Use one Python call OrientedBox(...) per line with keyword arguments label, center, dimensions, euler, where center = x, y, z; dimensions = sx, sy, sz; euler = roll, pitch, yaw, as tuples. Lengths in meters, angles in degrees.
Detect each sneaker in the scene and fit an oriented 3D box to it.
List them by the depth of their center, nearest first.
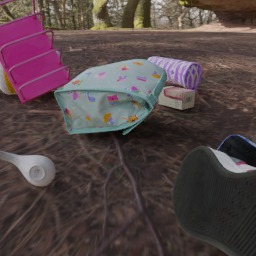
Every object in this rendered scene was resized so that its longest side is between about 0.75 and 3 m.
OrientedBox(label="sneaker", center=(1.742, 0.943, 3.065), dimensions=(1.797, 1.245, 2.977), euler=(21, -3, -10))

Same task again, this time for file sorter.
OrientedBox(label="file sorter", center=(-3.029, -2.369, 8.455), dimensions=(1.737, 2.500, 1.568), euler=(-29, 0, -17))

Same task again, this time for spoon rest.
OrientedBox(label="spoon rest", center=(-1.784, 0.645, 4.857), dimensions=(1.083, 0.538, 0.328), euler=(23, 4, -9))

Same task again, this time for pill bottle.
OrientedBox(label="pill bottle", center=(-3.742, -1.970, 10.116), dimensions=(2.739, 1.428, 1.428), euler=(-6, 23, -6))

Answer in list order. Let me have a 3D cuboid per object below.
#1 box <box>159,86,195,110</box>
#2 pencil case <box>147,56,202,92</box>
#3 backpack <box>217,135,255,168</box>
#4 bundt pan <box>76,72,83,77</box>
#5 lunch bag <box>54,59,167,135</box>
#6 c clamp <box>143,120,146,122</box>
OrientedBox(label="box", center=(1.536, -0.970, 8.879), dimensions=(0.630, 0.537, 0.986), euler=(-16, 25, -38))
OrientedBox(label="pencil case", center=(1.596, -2.055, 10.423), dimensions=(1.009, 1.028, 2.404), euler=(-8, 21, -33))
OrientedBox(label="backpack", center=(2.021, 0.524, 5.028), dimensions=(0.767, 0.702, 0.564), euler=(44, 18, 24))
OrientedBox(label="bundt pan", center=(-1.404, -1.835, 10.079), dimensions=(1.008, 0.378, 1.008), euler=(-7, 19, 3))
OrientedBox(label="lunch bag", center=(-0.238, -0.806, 6.867), dimensions=(2.290, 1.396, 1.951), euler=(-3, 28, 22))
OrientedBox(label="c clamp", center=(-0.363, -0.342, 7.896), dimensions=(1.349, 0.183, 1.153), euler=(-8, 23, -28))
